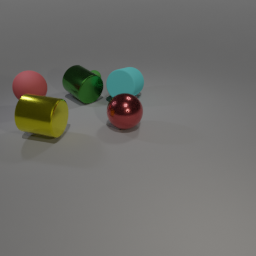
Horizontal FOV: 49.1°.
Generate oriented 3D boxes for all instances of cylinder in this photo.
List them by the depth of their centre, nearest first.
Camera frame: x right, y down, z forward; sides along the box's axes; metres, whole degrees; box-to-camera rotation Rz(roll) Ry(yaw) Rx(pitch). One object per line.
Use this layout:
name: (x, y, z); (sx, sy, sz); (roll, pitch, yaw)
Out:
cylinder: (-3.060, -0.452, 10.048); (1.400, 1.400, 1.400); (10, 31, 11)
cylinder: (-0.108, -2.082, 13.068); (1.400, 1.400, 1.400); (10, 19, 18)
cylinder: (-2.105, -2.046, 13.070); (1.400, 1.400, 1.400); (-25, 45, -37)

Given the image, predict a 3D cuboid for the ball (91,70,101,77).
ball: (-1.695, -2.549, 14.051); (0.700, 0.700, 0.700); (0, 29, 0)

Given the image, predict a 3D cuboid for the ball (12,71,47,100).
ball: (-4.126, -1.707, 11.808); (1.400, 1.400, 1.400); (0, 29, 0)

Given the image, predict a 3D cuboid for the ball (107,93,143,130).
ball: (-0.119, -0.640, 10.741); (1.400, 1.400, 1.400); (0, 29, 0)
